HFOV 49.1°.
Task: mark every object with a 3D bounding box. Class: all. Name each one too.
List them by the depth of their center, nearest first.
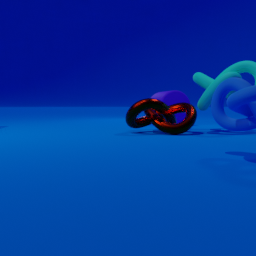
[{"bbox_3d":[1.496,-0.240,3.312,1.061,0.490,0.993,37,-13,17],"label":"knot shape"},{"bbox_3d":[0.882,-0.286,6.743,1.547,0.764,1.653,9,6,31],"label":"knot shape"},{"bbox_3d":[2.302,-1.058,6.915,1.782,0.823,1.668,-20,17,-12],"label":"knot shape"},{"bbox_3d":[1.348,-0.677,9.349,1.097,1.097,1.097,-1,5,-17],"label":"cylinder"}]
